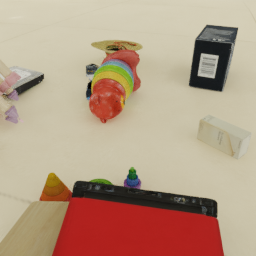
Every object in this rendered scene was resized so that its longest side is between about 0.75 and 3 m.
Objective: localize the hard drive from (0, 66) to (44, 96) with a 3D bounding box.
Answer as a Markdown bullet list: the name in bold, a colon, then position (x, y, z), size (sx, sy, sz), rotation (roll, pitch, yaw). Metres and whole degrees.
- **hard drive**: position (-4.530, -1.905, 11.135), size (1.480, 0.401, 2.118), rotation (16, 30, 11)

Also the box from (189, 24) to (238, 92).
- **box**: position (3.579, -2.983, 11.644), size (1.411, 1.956, 2.635), rotation (13, 35, 18)

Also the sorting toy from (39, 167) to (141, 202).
- **sorting toy**: position (-0.835, 1.206, 6.198), size (2.317, 0.798, 0.803), rotation (-7, 33, -9)

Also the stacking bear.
- **stacking bear**: position (-0.539, -1.348, 9.657), size (1.573, 1.680, 2.766), rotation (3, 39, 11)

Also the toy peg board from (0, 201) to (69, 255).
- **toy peg board**: position (-1.167, 2.267, 4.654), size (1.939, 0.952, 1.947), rotation (-5, 28, 22)

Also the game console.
- **game console**: position (0.196, 1.812, 4.801), size (2.451, 2.112, 1.455), rotation (8, 69, 1)

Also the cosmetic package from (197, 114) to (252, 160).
- **cosmetic package**: position (2.646, 0.223, 7.822), size (0.494, 0.700, 1.351), rotation (-26, 40, -33)

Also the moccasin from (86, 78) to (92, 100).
- **moccasin**: position (-1.302, -1.604, 10.850), size (0.587, 0.498, 1.459), rotation (-1, 33, -2)

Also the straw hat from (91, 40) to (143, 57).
- **straw hat**: position (-0.486, -3.336, 13.038), size (2.530, 1.071, 2.530), rotation (4, 28, -2)

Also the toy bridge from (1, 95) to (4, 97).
- **toy bridge**: position (-4.923, -1.595, 11.116), size (0.497, 0.201, 1.477), rotation (-10, 34, -17)

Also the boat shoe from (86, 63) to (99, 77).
- **boat shoe**: position (-1.323, -2.596, 12.387), size (1.129, 0.513, 0.400), rotation (-15, 35, -22)

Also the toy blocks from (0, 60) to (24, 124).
- **toy blocks**: position (-4.222, -0.692, 8.764), size (2.145, 1.806, 2.005), rotation (-50, 24, -23)
